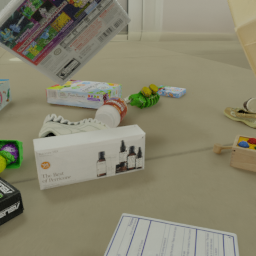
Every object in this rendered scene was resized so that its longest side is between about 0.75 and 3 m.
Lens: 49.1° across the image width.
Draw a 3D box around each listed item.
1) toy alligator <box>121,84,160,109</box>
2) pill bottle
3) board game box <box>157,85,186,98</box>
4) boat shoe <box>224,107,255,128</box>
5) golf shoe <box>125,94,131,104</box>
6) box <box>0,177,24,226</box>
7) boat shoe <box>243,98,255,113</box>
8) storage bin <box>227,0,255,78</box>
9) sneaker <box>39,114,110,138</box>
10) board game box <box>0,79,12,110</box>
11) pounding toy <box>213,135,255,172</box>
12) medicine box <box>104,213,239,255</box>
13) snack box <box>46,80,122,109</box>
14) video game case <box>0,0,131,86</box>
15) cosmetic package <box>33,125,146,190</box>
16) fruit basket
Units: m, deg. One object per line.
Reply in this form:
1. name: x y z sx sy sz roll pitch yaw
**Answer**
1. toy alligator: 0.544 -1.026 10.380 0.696 0.760 2.564 51 41 9
2. pill bottle: -0.543 -0.425 8.756 0.786 0.786 1.401 5 24 12
3. board game box: 1.807 -1.598 12.229 1.202 0.220 0.909 13 26 27
4. boat shoe: 3.810 -0.458 9.209 0.566 0.489 1.553 -9 25 -21
5. golf shoe: 0.024 -1.155 11.001 0.780 0.379 0.305 1 25 6
6. box: -3.514 1.360 4.890 2.403 0.571 2.321 18 31 34
7. boat shoe: 4.887 -0.644 9.434 1.909 0.686 0.568 9 6 1
8. storage bin: 3.458 -2.694 7.218 1.152 2.441 2.459 -21 50 29
9. sneaker: -1.426 0.190 7.571 2.049 0.770 0.830 5 40 13
10. board game box: -5.648 -0.935 9.795 2.158 0.940 2.926 -1 23 -4
11. pounding toy: 2.784 0.465 6.914 1.302 0.596 1.144 12 26 25
12. medicine box: 0.463 1.892 3.277 1.585 0.816 1.444 5 24 15
13. snack box: -1.709 -1.387 11.160 2.484 0.658 1.766 8 25 19
14. video game case: -1.734 -2.782 7.577 2.718 2.983 0.343 33 21 -52
15. cosmetic package: -0.790 0.601 6.133 2.337 0.964 0.592 -9 24 -19
16. fruit basket: -2.991 0.655 6.416 1.081 0.779 1.081 1 5 0
